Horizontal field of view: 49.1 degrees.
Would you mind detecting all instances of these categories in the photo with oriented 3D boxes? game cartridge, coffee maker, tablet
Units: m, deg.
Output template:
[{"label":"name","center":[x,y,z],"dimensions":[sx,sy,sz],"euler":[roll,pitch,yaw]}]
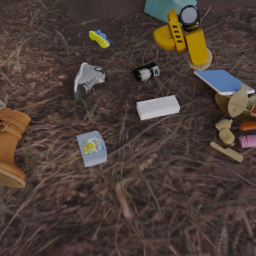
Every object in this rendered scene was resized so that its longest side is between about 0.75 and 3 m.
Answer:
[{"label":"game cartridge","center":[-1.218,0.670,9.649],"dimensions":[0.867,0.263,1.300],"euler":[-14,54,-15]},{"label":"coffee maker","center":[0.740,-2.386,11.713],"dimensions":[0.935,0.630,0.898],"euler":[-21,55,-16]},{"label":"tablet","center":[3.714,-1.836,11.062],"dimensions":[1.474,0.155,2.266],"euler":[-5,32,-14]}]

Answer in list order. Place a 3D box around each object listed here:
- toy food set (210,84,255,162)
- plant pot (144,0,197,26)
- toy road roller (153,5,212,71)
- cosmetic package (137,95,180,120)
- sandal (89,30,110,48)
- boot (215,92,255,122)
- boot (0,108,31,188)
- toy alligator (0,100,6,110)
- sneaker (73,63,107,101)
[{"label":"toy food set","center":[4.021,-0.139,9.765],"dimensions":[1.615,0.400,2.541],"euler":[31,83,21]},{"label":"plant pot","center":[2.237,-6.291,14.184],"dimensions":[2.169,1.532,1.533],"euler":[38,61,15]},{"label":"toy road roller","center":[1.460,-2.326,7.654],"dimensions":[1.294,1.089,1.772],"euler":[-17,94,17]},{"label":"cosmetic package","center":[1.136,-0.769,10.635],"dimensions":[1.510,0.382,0.623],"euler":[-11,54,-8]},{"label":"sandal","center":[-1.260,-4.275,13.234],"dimensions":[0.579,0.528,1.330],"euler":[-30,60,-26]},{"label":"boot","center":[4.556,-1.041,10.597],"dimensions":[2.120,0.772,1.648],"euler":[36,61,23]},{"label":"boot","center":[-3.968,0.540,9.337],"dimensions":[2.952,1.132,2.292],"euler":[20,52,24]},{"label":"toy alligator","center":[-5.565,-1.723,11.163],"dimensions":[0.757,0.693,2.553],"euler":[-32,59,-22]},{"label":"sneaker","center":[-1.453,-1.874,11.255],"dimensions":[1.192,0.775,2.065],"euler":[6,52,2]}]
